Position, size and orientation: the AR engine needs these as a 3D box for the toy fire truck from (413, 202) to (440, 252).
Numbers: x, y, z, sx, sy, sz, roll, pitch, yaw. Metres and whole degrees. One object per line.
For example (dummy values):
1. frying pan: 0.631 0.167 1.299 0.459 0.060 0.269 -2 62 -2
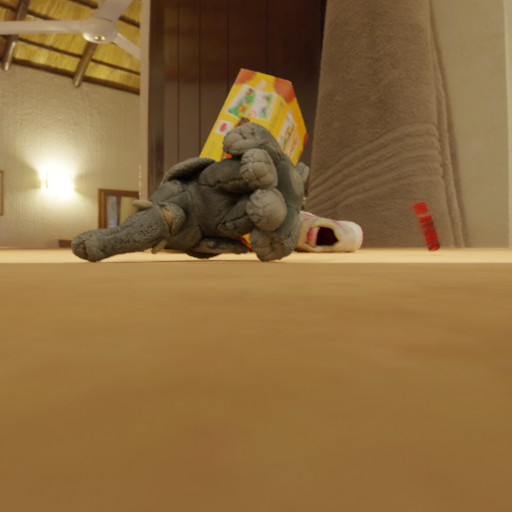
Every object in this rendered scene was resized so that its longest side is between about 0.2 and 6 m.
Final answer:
1. toy fire truck: 3.530 -0.604 11.589 0.246 1.010 0.712 -17 3 13

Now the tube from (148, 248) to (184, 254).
1. tube: -1.985 -0.235 14.086 1.606 0.466 0.417 -4 47 -22

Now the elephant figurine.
1. elephant figurine: -0.730 -0.609 7.113 2.445 1.730 1.897 -16 -34 23

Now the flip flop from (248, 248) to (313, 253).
1. flip flop: 1.169 -0.582 16.058 3.408 0.981 1.382 0 1 0

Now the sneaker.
1. sneaker: 1.415 -0.625 14.567 2.531 1.030 1.117 6 6 26

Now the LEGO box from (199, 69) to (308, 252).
1. LEGO box: -0.173 -2.164 13.585 1.362 3.530 2.629 21 -10 19
